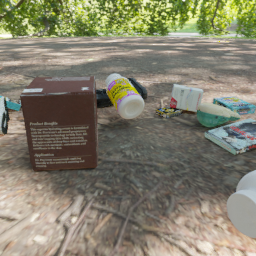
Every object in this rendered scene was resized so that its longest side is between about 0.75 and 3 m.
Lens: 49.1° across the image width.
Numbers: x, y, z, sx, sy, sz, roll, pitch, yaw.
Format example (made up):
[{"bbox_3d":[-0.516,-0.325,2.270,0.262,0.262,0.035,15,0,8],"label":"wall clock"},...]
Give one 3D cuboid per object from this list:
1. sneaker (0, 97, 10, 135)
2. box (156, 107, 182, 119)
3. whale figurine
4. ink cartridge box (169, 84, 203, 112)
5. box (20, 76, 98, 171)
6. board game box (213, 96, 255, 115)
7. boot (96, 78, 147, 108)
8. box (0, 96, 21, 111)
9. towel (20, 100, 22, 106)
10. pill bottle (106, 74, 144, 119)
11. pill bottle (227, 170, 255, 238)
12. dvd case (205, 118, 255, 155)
[{"bbox_3d":[-5.421,-0.521,11.136,1.186,1.026,2.626,-9,25,-14],"label":"sneaker"},{"bbox_3d":[1.830,-0.710,12.557,0.926,0.228,0.739,-14,26,-30],"label":"box"},{"bbox_3d":[3.601,-0.443,11.280,1.764,0.915,1.403,9,12,-20],"label":"whale figurine"},{"bbox_3d":[2.669,-1.384,12.862,1.350,0.981,0.976,12,16,6],"label":"ink cartridge box"},{"bbox_3d":[-1.932,-0.206,8.633,1.982,2.389,1.961,-1,23,-5],"label":"box"},{"bbox_3d":[4.966,-1.072,13.206,1.203,0.374,1.593,-7,24,-15],"label":"board game box"},{"bbox_3d":[-0.766,-1.837,14.477,2.826,0.928,2.329,-14,25,-20],"label":"boot"},{"bbox_3d":[-5.664,-1.197,12.878,1.345,0.330,0.553,17,14,-30],"label":"box"},{"bbox_3d":[-3.655,-1.554,14.182,2.855,0.493,2.749,8,25,19],"label":"towel"},{"bbox_3d":[-0.221,-1.364,11.352,1.080,1.080,2.072,-10,43,-22],"label":"pill bottle"},{"bbox_3d":[3.351,1.447,6.000,2.552,1.414,1.414,-12,26,-27],"label":"pill bottle"},{"bbox_3d":[4.157,0.254,10.067,2.216,0.244,1.617,-16,27,-18],"label":"dvd case"}]
